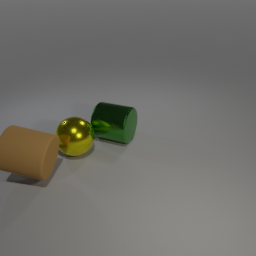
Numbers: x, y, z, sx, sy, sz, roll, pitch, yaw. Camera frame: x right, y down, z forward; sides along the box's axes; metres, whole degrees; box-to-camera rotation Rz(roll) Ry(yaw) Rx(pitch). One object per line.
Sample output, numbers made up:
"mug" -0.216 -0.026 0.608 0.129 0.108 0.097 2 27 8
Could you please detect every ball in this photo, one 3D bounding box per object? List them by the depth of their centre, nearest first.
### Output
"ball" -1.879 0.295 9.886 1.400 1.400 1.400 0 29 0

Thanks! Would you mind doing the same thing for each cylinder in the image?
"cylinder" -2.977 0.737 8.417 1.400 1.400 1.400 13 30 2
"cylinder" -0.518 -0.219 10.817 1.400 1.400 1.400 11 31 20
